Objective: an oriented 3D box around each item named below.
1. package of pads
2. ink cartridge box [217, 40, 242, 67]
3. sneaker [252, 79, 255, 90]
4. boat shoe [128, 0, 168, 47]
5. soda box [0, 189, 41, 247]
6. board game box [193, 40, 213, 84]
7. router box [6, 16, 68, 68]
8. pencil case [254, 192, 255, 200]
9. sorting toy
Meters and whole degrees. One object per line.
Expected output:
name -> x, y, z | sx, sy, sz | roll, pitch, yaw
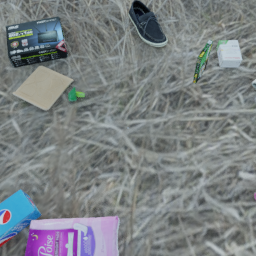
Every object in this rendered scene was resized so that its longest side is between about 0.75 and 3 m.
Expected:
package of pads -> -1.671, 3.746, 8.783 | 2.903, 1.098, 1.749 | -2, 59, -1
ink cartridge box -> 4.647, -3.412, 12.899 | 0.890, 0.536, 1.225 | 0, 61, 1
sneaker -> 5.885, -2.137, 12.084 | 1.065, 0.835, 2.144 | 0, 61, 4
boat shoe -> 0.927, -5.075, 13.575 | 1.099, 0.917, 2.947 | -24, 66, -14
soda box -> -4.339, 3.313, 9.127 | 2.772, 0.889, 0.940 | -37, 68, -17
board game box -> 2.269, -1.988, 8.560 | 0.159, 1.357, 0.711 | 32, 74, 17
router box -> -4.247, -4.038, 13.071 | 2.606, 0.809, 1.952 | -13, 63, -7
pencil case -> 5.018, 2.070, 9.803 | 1.358, 0.562, 0.587 | -45, 94, -13
sorting toy -> -3.255, -1.547, 11.984 | 2.704, 0.398, 1.999 | 26, 60, 17
